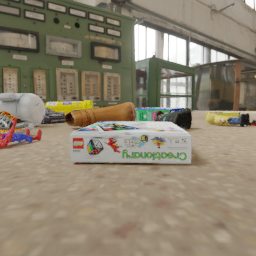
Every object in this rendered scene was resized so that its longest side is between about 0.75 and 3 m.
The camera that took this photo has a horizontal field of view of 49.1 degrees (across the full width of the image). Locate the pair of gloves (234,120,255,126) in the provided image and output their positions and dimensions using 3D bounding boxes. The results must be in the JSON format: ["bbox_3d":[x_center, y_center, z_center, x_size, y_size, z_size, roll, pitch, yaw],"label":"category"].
[{"bbox_3d":[5.811,-0.283,13.409,1.752,0.243,1.966,-4,7,-39],"label":"pair of gloves"}]

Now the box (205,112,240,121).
[{"bbox_3d":[5.520,-0.658,16.268,2.073,0.520,0.780,-2,5,-30],"label":"box"}]

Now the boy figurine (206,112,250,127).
[{"bbox_3d":[4.451,-0.407,12.646,1.222,0.633,1.965,-7,10,-35],"label":"boy figurine"}]

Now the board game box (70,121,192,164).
[{"bbox_3d":[0.116,0.190,5.753,1.888,0.518,2.991,0,5,4],"label":"board game box"}]

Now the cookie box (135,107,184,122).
[{"bbox_3d":[1.493,-0.618,13.930,2.117,0.796,1.811,2,7,32],"label":"cookie box"}]

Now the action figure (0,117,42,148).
[{"bbox_3d":[-2.716,0.001,6.517,0.568,0.861,1.741,1,7,15],"label":"action figure"}]

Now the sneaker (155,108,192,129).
[{"bbox_3d":[1.806,-0.351,10.651,0.877,0.834,2.212,1,4,32],"label":"sneaker"}]

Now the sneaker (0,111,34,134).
[{"bbox_3d":[-3.754,-0.177,8.565,1.904,0.735,0.745,2,-4,17],"label":"sneaker"}]

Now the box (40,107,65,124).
[{"bbox_3d":[-4.487,-0.697,14.708,2.122,0.383,1.517,20,17,37],"label":"box"}]

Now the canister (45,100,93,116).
[{"bbox_3d":[-3.869,-1.213,18.821,2.857,1.236,2.121,-1,5,0],"label":"canister"}]

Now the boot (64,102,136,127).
[{"bbox_3d":[-1.092,-0.396,10.701,2.051,0.977,2.651,-2,-7,-33],"label":"boot"}]

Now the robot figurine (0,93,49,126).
[{"bbox_3d":[-4.610,-0.768,11.955,2.497,1.410,2.117,2,-29,20],"label":"robot figurine"}]
